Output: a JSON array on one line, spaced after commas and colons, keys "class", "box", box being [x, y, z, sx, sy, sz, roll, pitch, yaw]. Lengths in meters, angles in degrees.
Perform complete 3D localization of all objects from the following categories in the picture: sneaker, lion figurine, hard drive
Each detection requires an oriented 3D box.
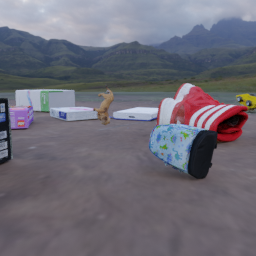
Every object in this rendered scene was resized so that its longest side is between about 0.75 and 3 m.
[{"class": "sneaker", "box": [1.805, -0.263, 6.349, 1.669, 1.132, 2.889, 13, 25, 22]}, {"class": "lion figurine", "box": [-0.479, -0.494, 6.031, 0.297, 0.819, 0.502, 8, 14, -37]}, {"class": "hard drive", "box": [0.501, -0.501, 9.706, 1.301, 0.250, 1.972, 4, 9, 23]}]

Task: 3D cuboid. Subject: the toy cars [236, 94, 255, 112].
[{"class": "toy cars", "box": [5.637, -0.874, 11.145, 2.747, 0.608, 1.232, 11, 28, 35]}]

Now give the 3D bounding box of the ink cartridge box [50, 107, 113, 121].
[{"class": "ink cartridge box", "box": [-1.603, -0.523, 9.579, 1.670, 0.362, 1.640, -7, 11, -33]}]

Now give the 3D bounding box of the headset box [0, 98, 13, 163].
[{"class": "headset box", "box": [-2.875, 0.100, 3.475, 2.028, 0.941, 1.766, 3, 9, 17]}]

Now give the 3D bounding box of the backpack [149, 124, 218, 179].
[{"class": "backpack", "box": [0.624, 0.214, 3.443, 0.577, 0.612, 0.750, 6, 14, -30]}]

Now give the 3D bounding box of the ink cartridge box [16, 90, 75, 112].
[{"class": "ink cartridge box", "box": [-3.658, -1.239, 12.383, 2.137, 0.897, 1.547, 5, 10, 32]}]

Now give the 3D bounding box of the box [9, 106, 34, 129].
[{"class": "box", "box": [-3.926, -0.296, 7.479, 2.569, 0.502, 1.758, -2, 9, -15]}]
